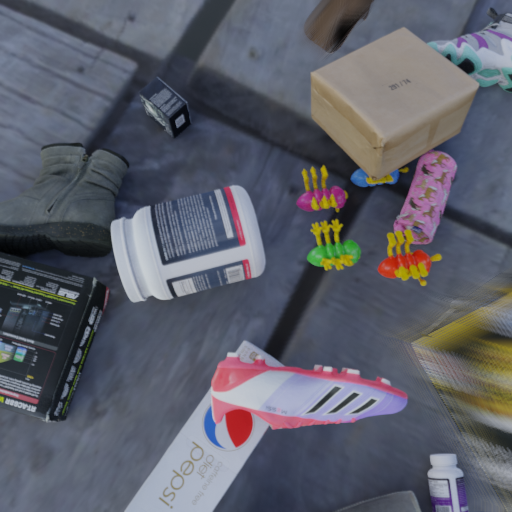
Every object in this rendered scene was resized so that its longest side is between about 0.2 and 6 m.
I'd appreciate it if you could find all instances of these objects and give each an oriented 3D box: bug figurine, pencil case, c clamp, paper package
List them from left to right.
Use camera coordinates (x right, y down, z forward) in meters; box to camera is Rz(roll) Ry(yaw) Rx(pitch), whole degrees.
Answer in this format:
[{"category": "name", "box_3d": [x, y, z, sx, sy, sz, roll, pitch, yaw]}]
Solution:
[{"category": "bug figurine", "box_3d": [1.810, -0.605, 9.493, 2.141, 0.710, 2.761, -5, 59, -6]}, {"category": "paper package", "box_3d": [2.303, -2.671, 9.706, 2.137, 1.105, 2.036, -30, 62, -15]}, {"category": "pencil case", "box_3d": [2.965, -1.025, 9.793, 0.677, 0.707, 1.635, 14, 72, 32]}, {"category": "c clamp", "box_3d": [2.608, 0.424, 6.328, 1.438, 1.228, 0.195, -2, 52, -47]}]

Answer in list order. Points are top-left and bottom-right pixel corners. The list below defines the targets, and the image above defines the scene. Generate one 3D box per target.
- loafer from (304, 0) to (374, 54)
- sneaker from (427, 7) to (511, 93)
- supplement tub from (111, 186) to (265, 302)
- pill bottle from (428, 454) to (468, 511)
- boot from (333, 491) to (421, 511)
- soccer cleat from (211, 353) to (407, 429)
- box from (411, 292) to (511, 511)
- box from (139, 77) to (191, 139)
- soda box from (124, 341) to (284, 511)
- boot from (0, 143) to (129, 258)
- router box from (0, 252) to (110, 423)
[{"category": "loafer", "box_3d": [1.442, -3.598, 7.792, 0.688, 1.883, 0.668, -10, 65, -37]}, {"category": "sneaker", "box_3d": [4.286, -4.076, 10.626, 2.354, 0.915, 1.646, 12, 72, -6]}, {"category": "supplement tub", "box_3d": [-1.068, -0.173, 9.071, 2.205, 1.547, 1.547, -14, 74, -4]}, {"category": "pill bottle", "box_3d": [2.909, 3.526, 8.535, 0.522, 0.522, 0.936, -3, 74, -1]}, {"category": "boot", "box_3d": [1.157, 4.926, 7.984, 2.920, 1.059, 2.655, -4, 76, -8]}, {"category": "soccer cleat", "box_3d": [0.684, 1.968, 7.648, 2.642, 0.881, 1.010, 8, 80, 5]}, {"category": "box", "box_3d": [2.741, 1.388, 5.428, 1.625, 0.502, 2.035, -28, 53, 7]}, {"category": "box", "box_3d": [-1.645, -2.687, 10.213, 0.768, 0.781, 0.484, 44, 78, 11]}, {"category": "soda box", "box_3d": [-0.675, 2.930, 8.399, 1.041, 1.114, 3.270, 33, 76, 9]}, {"category": "boot", "box_3d": [-3.792, -1.052, 9.760, 2.983, 1.010, 1.949, 4, 68, -6]}, {"category": "router box", "box_3d": [-4.167, 1.147, 9.005, 3.024, 0.939, 2.266, 15, 74, 5]}]
